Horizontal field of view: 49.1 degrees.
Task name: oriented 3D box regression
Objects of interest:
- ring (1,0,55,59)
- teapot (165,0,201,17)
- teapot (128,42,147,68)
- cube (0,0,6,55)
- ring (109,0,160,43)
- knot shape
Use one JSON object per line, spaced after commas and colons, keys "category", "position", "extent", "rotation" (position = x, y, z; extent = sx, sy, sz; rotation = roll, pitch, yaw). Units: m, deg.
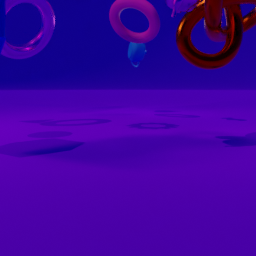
{"category": "ring", "position": [-2.980, -2.923, 7.934], "extent": [0.416, 2.079, 2.079], "rotation": [39, 27, 25]}
{"category": "teapot", "position": [0.919, -2.244, 4.805], "extent": [0.688, 0.542, 1.107], "rotation": [19, 45, 8]}
{"category": "teapot", "position": [0.434, -3.298, 11.843], "extent": [0.738, 1.508, 0.937], "rotation": [5, 27, -15]}
{"category": "cube", "position": [-2.665, -1.633, 4.627], "extent": [1.001, 1.001, 1.001], "rotation": [7, -32, -35]}
{"category": "ring", "position": [0.224, -3.722, 9.753], "extent": [1.841, 0.368, 1.841], "rotation": [16, -29, 9]}
{"category": "knot shape", "position": [1.776, -2.270, 5.321], "extent": [1.985, 1.858, 0.917], "rotation": [-35, 40, -9]}
